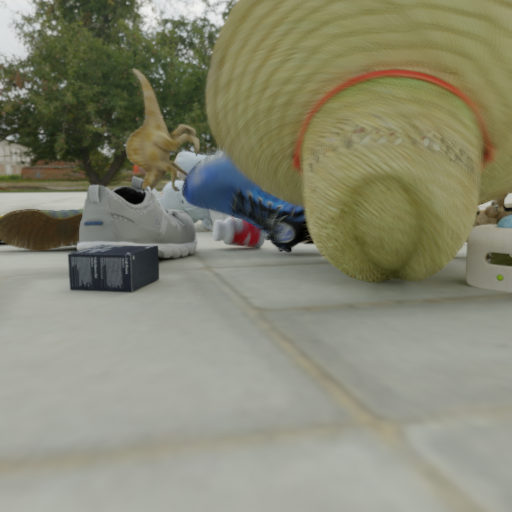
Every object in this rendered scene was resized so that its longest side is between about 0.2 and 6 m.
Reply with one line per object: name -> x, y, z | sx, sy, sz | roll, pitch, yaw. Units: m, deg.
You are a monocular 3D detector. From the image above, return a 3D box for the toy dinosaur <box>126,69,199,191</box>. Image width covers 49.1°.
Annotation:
toy dinosaur -> -1.436, -1.747, 8.518 | 1.065, 2.107, 0.613 | 0, 11, -16

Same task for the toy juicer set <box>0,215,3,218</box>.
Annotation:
toy juicer set -> -6.317, -0.859, 12.900 | 1.857, 0.505, 1.182 | -2, 8, -8

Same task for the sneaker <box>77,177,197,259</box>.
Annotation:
sneaker -> -1.554, -0.545, 8.094 | 1.090, 1.196, 2.917 | 2, 8, 9

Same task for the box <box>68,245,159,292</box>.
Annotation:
box -> -1.547, 0.124, 6.180 | 0.719, 0.411, 0.790 | 0, 8, 12

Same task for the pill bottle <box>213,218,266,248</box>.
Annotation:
pill bottle -> -0.286, -0.394, 9.366 | 0.824, 0.463, 0.463 | 4, 7, -15

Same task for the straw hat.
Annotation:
straw hat -> 1.380, -0.774, 5.895 | 4.553, 1.927, 4.553 | 5, -28, 3

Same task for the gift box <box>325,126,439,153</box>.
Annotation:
gift box -> 1.779, -1.424, 7.920 | 1.403, 1.386, 1.502 | 4, -21, -7

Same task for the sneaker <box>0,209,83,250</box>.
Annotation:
sneaker -> -3.147, -0.439, 9.352 | 2.012, 0.675, 0.903 | -4, -1, 2

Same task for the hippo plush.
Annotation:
hippo plush -> -1.060, -1.287, 13.104 | 2.615, 2.083, 2.103 | -6, 33, 25

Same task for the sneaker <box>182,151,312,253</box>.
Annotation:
sneaker -> 0.272, -0.806, 8.635 | 2.835, 1.114, 1.264 | 7, 48, -9

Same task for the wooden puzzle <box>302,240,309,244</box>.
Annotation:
wooden puzzle -> 1.379, -0.388, 10.555 | 1.178, 0.219, 1.090 | -1, 8, -5

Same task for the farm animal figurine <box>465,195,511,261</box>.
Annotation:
farm animal figurine -> 3.032, -0.512, 8.342 | 1.758, 0.927, 1.778 | 5, 43, 16

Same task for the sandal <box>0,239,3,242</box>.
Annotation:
sandal -> -3.809, -0.454, 10.449 | 2.374, 0.535, 0.892 | -19, 10, -22

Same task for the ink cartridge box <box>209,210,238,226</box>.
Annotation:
ink cartridge box -> -0.577, -1.082, 11.943 | 0.442, 0.766, 1.056 | 2, 36, 22

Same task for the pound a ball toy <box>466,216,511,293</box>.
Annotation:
pound a ball toy -> 3.034, 0.028, 5.510 | 1.873, 0.796, 1.221 | 7, 11, 44

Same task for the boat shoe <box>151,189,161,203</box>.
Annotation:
boat shoe -> -2.856, -1.375, 14.816 | 1.036, 0.986, 2.877 | 6, 10, 35
